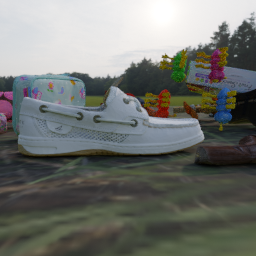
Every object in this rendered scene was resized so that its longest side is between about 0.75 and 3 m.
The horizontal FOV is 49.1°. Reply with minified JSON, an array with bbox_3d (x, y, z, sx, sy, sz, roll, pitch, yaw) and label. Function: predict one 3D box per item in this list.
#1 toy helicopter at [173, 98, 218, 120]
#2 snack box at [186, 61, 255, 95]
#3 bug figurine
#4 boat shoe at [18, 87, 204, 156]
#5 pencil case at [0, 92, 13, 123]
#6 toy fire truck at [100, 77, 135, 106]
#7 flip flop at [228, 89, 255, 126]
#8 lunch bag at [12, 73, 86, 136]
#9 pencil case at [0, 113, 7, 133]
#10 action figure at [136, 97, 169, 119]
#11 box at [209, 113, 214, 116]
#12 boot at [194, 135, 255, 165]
[{"bbox_3d":[2.589,-0.698,10.790,1.578,0.941,2.386,-15,9,-35],"label":"toy helicopter"},{"bbox_3d":[3.265,-1.320,8.716,2.749,0.728,1.955,14,4,15],"label":"snack box"},{"bbox_3d":[1.692,-1.040,7.250,0.690,2.080,2.683,11,-2,-44],"label":"bug figurine"},{"bbox_3d":[-0.157,-0.118,3.783,2.538,0.880,0.899,-1,5,-13],"label":"boat shoe"},{"bbox_3d":[-3.240,-0.439,7.229,2.262,1.027,1.060,1,-38,-8],"label":"pencil case"},{"bbox_3d":[-0.342,-1.326,11.964,1.552,1.763,1.134,3,7,30],"label":"toy fire truck"},{"bbox_3d":[3.359,-0.408,7.081,0.780,1.099,2.711,17,-3,-15],"label":"flip flop"},{"bbox_3d":[-1.459,-0.448,5.399,0.595,1.238,1.544,4,8,28],"label":"lunch bag"},{"bbox_3d":[-3.022,-0.077,5.673,0.479,0.479,1.096,5,8,41],"label":"pencil case"},{"bbox_3d":[0.707,-0.659,9.510,1.854,0.970,1.793,-4,16,-22],"label":"action figure"},{"bbox_3d":[4.513,-0.679,12.618,1.109,0.359,1.407,-3,6,-21],"label":"box"},{"bbox_3d":[1.145,0.260,3.279,0.861,0.276,0.802,-5,4,-3],"label":"boot"}]
